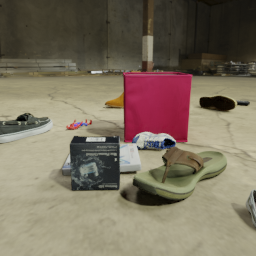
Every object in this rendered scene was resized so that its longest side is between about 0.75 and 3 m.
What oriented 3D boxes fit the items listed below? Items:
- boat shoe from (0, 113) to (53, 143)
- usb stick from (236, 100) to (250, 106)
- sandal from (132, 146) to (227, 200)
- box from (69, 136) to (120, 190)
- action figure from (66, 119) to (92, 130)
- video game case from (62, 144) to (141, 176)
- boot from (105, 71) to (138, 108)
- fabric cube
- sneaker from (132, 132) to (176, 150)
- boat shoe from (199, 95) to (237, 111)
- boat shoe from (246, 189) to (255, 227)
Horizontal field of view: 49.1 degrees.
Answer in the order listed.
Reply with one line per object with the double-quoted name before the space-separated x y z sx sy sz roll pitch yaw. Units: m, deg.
"boat shoe" -3.594 -0.129 9.813 0.894 0.737 2.604 6 15 23
"usb stick" 6.413 -1.545 16.780 1.637 0.267 0.454 12 18 40
"sandal" 1.143 0.748 5.959 1.142 0.820 2.875 12 18 40
"box" -0.650 0.706 5.750 0.984 1.000 0.587 0 13 -2
"action figure" -1.944 -0.150 10.920 0.412 0.326 1.260 11 20 30
"video game case" -0.626 0.753 7.093 1.801 0.198 1.642 -4 14 -2
"boot" 0.090 -2.148 15.550 2.803 2.007 0.986 -1 13 -3
"fabric cube" 0.894 -0.814 9.689 2.117 2.151 2.158 -1 14 -1
"sneaker" 0.780 0.394 8.162 1.322 0.498 0.583 -5 14 -20
"boat shoe" 4.903 -1.419 15.019 0.754 0.840 2.271 -16 20 -33
"boat shoe" 2.148 1.352 4.462 0.336 0.292 0.911 2 23 3
